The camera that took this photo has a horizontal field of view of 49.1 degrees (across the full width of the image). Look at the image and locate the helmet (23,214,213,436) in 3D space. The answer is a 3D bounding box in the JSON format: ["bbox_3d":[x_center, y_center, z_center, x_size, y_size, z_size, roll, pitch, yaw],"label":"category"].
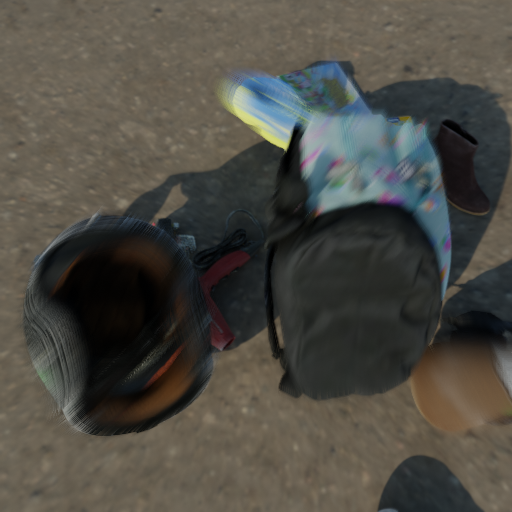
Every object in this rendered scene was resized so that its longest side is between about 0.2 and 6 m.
[{"bbox_3d":[-1.853,0.813,7.503,2.594,2.594,2.473,-22,53,-10],"label":"helmet"}]

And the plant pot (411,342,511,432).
[{"bbox_3d":[3.029,1.718,7.570,1.273,1.362,1.273,6,72,-20],"label":"plant pot"}]

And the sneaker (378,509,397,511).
[{"bbox_3d":[2.599,4.609,7.384,1.163,1.049,2.838,-13,60,-35],"label":"sneaker"}]

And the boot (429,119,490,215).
[{"bbox_3d":[3.634,-1.522,9.854,0.568,1.307,1.571,-37,71,-15],"label":"boot"}]

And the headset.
[{"bbox_3d":[3.182,1.493,8.756,2.559,1.202,1.580,35,86,5],"label":"headset"}]

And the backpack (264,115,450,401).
[{"bbox_3d":[1.428,-0.341,8.127,2.542,3.352,4.016,5,40,3],"label":"backpack"}]

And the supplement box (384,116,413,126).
[{"bbox_3d":[2.710,-2.094,10.557,0.510,0.507,0.932,-6,66,-3],"label":"supplement box"}]

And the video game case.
[{"bbox_3d":[1.366,-3.015,10.946,1.479,0.179,1.625,-20,70,-24],"label":"video game case"}]

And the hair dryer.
[{"bbox_3d":[-0.771,0.322,9.352,1.971,0.703,2.588,-5,66,-2],"label":"hair dryer"}]

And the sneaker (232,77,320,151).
[{"bbox_3d":[0.605,-2.352,9.762,2.317,1.217,0.878,27,84,3],"label":"sneaker"}]
